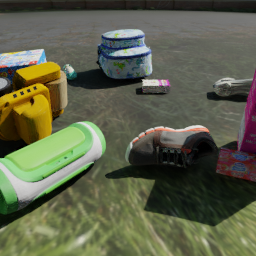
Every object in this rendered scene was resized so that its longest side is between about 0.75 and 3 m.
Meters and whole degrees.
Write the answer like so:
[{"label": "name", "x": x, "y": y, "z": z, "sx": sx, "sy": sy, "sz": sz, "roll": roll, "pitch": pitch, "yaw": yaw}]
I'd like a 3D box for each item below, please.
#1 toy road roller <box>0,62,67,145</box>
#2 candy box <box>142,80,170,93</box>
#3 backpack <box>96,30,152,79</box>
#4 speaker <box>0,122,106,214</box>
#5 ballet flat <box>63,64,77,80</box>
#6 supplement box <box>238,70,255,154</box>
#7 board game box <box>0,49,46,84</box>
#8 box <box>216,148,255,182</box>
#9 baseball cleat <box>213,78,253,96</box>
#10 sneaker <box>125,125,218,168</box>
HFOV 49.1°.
[{"label": "toy road roller", "x": -2.835, "y": -0.625, "z": 8.689, "sx": 2.098, "sy": 1.766, "sz": 2.873, "roll": 35, "pitch": 47, "yaw": 29}, {"label": "candy box", "x": 1.221, "y": -1.837, "z": 12.320, "sx": 1.175, "sy": 0.359, "sz": 0.802, "roll": 1, "pitch": 28, "yaw": 1}, {"label": "backpack", "x": -0.176, "y": -3.686, "z": 13.933, "sx": 2.666, "sy": 2.141, "sz": 2.913, "roll": -9, "pitch": 33, "yaw": -10}, {"label": "speaker", "x": -1.814, "y": 0.792, "z": 6.517, "sx": 1.226, "sy": 1.226, "sz": 2.772, "roll": 21, "pitch": 34, "yaw": 34}, {"label": "ballet flat", "x": -2.949, "y": -2.840, "z": 13.965, "sx": 0.514, "sy": 0.538, "sz": 1.528, "roll": -28, "pitch": 33, "yaw": -9}, {"label": "supplement box", "x": 3.844, "y": -0.533, "z": 7.075, "sx": 1.486, "sy": 2.936, "sz": 1.518, "roll": 12, "pitch": 32, "yaw": 16}, {"label": "board game box", "x": -5.654, "y": -2.983, "z": 13.721, "sx": 2.906, "sy": 0.829, "sz": 2.968, "roll": -9, "pitch": 29, "yaw": -6}, {"label": "box", "x": 2.785, "y": 0.906, "z": 7.005, "sx": 1.036, "sy": 0.495, "sz": 0.517, "roll": 12, "pitch": 30, "yaw": 21}, {"label": "baseball cleat", "x": 4.812, "y": -1.823, "z": 11.812, "sx": 2.358, "sy": 0.822, "sz": 1.255, "roll": 3, "pitch": 28, "yaw": 3}, {"label": "sneaker", "x": 1.181, "y": 0.554, "z": 7.132, "sx": 2.474, "sy": 0.953, "sz": 1.013, "roll": -13, "pitch": 34, "yaw": -13}]
